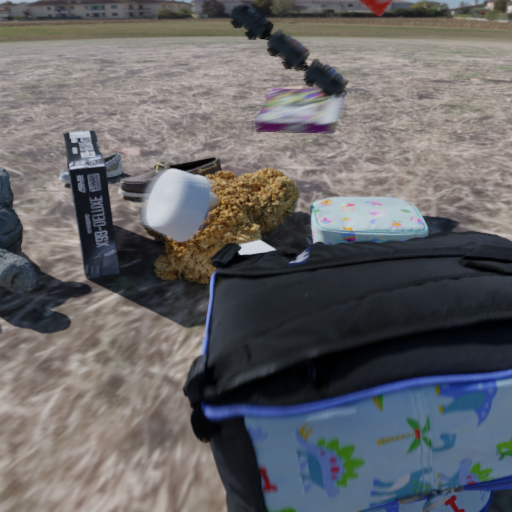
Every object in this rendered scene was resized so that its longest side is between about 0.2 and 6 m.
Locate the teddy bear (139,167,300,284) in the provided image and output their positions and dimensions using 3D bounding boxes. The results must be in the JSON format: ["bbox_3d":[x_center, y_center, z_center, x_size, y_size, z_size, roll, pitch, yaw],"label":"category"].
[{"bbox_3d":[-0.591,-0.890,9.737,2.732,1.258,3.768,12,28,27],"label":"teddy bear"}]

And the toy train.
[{"bbox_3d":[0.468,-2.782,7.665,1.960,0.334,0.449,40,35,6],"label":"toy train"}]

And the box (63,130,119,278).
[{"bbox_3d":[-2.725,-0.931,9.207,0.560,1.775,2.251,-9,28,-17],"label":"box"}]

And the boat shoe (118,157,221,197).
[{"bbox_3d":[-1.832,-1.701,12.001,2.244,0.668,0.806,-8,27,-15],"label":"boat shoe"}]

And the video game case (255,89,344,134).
[{"bbox_3d":[0.874,-2.842,10.923,1.517,0.272,1.375,6,43,16],"label":"video game case"}]

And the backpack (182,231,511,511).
[{"bbox_3d":[1.104,0.989,4.767,2.826,2.077,2.586,-12,24,6],"label":"backpack"}]

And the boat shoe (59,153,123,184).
[{"bbox_3d":[-3.762,-1.981,12.777,1.513,0.485,0.558,-18,32,-32],"label":"boat shoe"}]

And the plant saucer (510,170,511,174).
[{"bbox_3d":[6.621,-1.582,12.217,1.506,0.276,1.503,-6,27,-13],"label":"plant saucer"}]

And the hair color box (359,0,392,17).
[{"bbox_3d":[2.162,-4.522,9.285,0.482,0.799,1.574,36,30,-5],"label":"hair color box"}]

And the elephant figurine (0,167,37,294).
[{"bbox_3d":[-4.418,-0.433,8.557,2.858,2.022,2.218,8,70,-5],"label":"elephant figurine"}]

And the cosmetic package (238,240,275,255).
[{"bbox_3d":[0.079,0.465,7.243,0.611,0.994,0.990,-14,30,-31],"label":"cosmetic package"}]

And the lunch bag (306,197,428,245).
[{"bbox_3d":[1.789,-0.388,9.273,1.905,0.734,1.528,0,29,0],"label":"lunch bag"}]

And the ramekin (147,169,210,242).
[{"bbox_3d":[-0.955,-0.622,6.689,0.411,0.842,0.842,19,13,-34],"label":"ramekin"}]
